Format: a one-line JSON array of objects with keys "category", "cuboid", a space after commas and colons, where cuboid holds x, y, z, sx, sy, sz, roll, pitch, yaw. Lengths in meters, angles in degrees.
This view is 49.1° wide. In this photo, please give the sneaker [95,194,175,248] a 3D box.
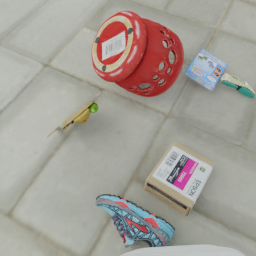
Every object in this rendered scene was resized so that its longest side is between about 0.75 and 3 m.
[{"category": "sneaker", "cuboid": [0.040, 2.367, 6.853, 2.104, 0.835, 1.005, 24, 68, 11]}]

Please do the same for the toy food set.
[{"category": "toy food set", "cuboid": [-1.415, -0.330, 8.280, 1.948, 1.345, 0.391, -39, 99, 4]}]

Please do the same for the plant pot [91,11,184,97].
[{"category": "plant pot", "cuboid": [0.214, -2.265, 8.518, 2.309, 2.102, 2.309, -10, 75, 40]}]

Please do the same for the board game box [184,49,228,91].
[{"category": "board game box", "cuboid": [2.696, -2.033, 9.620, 1.091, 0.264, 1.443, 34, 54, 6]}]

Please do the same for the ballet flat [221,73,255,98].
[{"category": "ballet flat", "cuboid": [3.721, -1.447, 9.316, 1.294, 0.436, 0.404, 25, 76, -6]}]

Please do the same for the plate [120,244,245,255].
[{"category": "plate", "cuboid": [0.912, 2.842, 5.690, 2.320, 2.325, 0.376, -4, 50, 0]}]

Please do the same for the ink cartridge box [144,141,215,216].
[{"category": "ink cartridge box", "cuboid": [1.408, 1.303, 7.599, 1.337, 0.609, 1.623, 28, 54, 18]}]
